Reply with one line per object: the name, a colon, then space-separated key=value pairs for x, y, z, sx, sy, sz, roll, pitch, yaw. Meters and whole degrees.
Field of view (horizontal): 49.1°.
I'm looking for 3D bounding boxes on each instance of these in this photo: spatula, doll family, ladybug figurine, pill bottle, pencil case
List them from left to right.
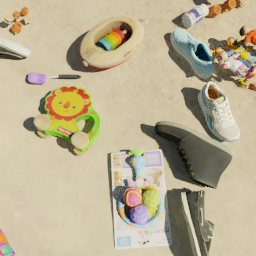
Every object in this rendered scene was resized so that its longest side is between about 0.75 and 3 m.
pencil case: x=-3.894 y=2.809 z=7.373 sx=0.955 sy=0.955 sz=2.161 roll=-41 pitch=71 yaw=-17
spatula: x=-2.567 y=-1.774 z=9.840 sx=1.814 sy=0.186 sz=0.513 roll=-3 pitch=54 yaw=-3
ladybug figurine: x=-0.569 y=-2.939 z=9.974 sx=2.602 sy=0.936 sz=1.766 roll=-38 pitch=71 yaw=-16
pill bottle: x=2.609 y=-4.352 z=10.830 sx=0.980 sy=0.567 sz=0.567 roll=-37 pitch=71 yaw=-16
doll family: x=3.763 y=-2.471 z=9.655 sx=1.491 sy=1.082 sz=2.401 roll=38 pitch=66 yaw=13

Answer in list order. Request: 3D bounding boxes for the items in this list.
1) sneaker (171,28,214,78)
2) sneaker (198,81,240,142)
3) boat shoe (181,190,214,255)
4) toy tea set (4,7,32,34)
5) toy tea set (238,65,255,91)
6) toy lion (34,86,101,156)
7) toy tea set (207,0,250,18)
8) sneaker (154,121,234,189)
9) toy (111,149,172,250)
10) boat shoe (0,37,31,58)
sneaker: x=2.363 y=-2.896 z=9.957 sx=0.852 sy=0.944 sz=2.305 roll=-29 pitch=69 yaw=-14
sneaker: x=2.894 y=-0.507 z=8.926 sx=0.794 sy=0.838 sz=2.076 roll=-20 pitch=67 yaw=-10
boat shoe: x=1.970 y=2.757 z=7.452 sx=0.749 sy=0.795 sz=2.215 roll=-8 pitch=64 yaw=1
toy tea set: x=-4.213 y=-4.169 z=10.846 sx=0.741 sy=0.461 sz=1.246 roll=48 pitch=50 yaw=-15
toy tea set: x=4.571 y=-1.661 z=9.626 sx=1.395 sy=0.516 sz=0.829 roll=22 pitch=67 yaw=10
toy lion: x=-1.796 y=-0.412 z=9.023 sx=2.167 sy=0.744 sz=2.077 roll=25 pitch=60 yaw=13
toy tea set: x=3.843 y=-5.155 z=11.252 sx=2.018 sy=0.747 sz=1.200 roll=-27 pitch=101 yaw=-14
sneaker: x=1.721 y=0.751 z=8.312 sx=2.476 sy=0.926 sz=1.315 roll=24 pitch=79 yaw=19
toy: x=0.344 y=1.895 z=7.936 sx=1.581 sy=0.648 sz=2.746 roll=-4 pitch=65 yaw=-1
boat shoe: x=-4.860 y=-2.912 z=10.069 sx=2.717 sy=0.961 sz=0.865 roll=19 pitch=100 yaw=-1
